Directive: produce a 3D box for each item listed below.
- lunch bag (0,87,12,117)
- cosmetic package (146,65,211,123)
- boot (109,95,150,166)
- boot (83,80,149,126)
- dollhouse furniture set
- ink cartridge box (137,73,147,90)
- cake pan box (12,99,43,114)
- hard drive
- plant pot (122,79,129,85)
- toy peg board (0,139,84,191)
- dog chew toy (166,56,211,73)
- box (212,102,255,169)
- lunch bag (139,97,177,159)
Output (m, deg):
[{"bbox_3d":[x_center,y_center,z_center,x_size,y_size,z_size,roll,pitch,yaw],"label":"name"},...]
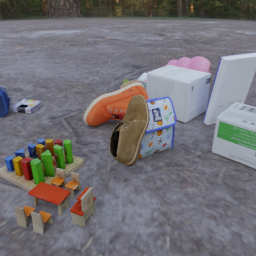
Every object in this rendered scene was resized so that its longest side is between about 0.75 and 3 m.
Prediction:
[{"bbox_3d":[-5.847,-1.129,12.004,1.630,1.107,1.078,-7,28,-14],"label":"lunch bag"},{"bbox_3d":[2.133,-1.547,12.093,2.132,1.759,1.758,23,36,37],"label":"cosmetic package"},{"bbox_3d":[0.033,-0.059,7.590,0.759,2.062,0.778,-6,-25,42],"label":"boot"},{"bbox_3d":[-0.412,-0.672,10.689,2.712,1.017,1.454,-30,52,3],"label":"boot"},{"bbox_3d":[-1.648,1.692,6.871,1.659,0.864,1.677,11,30,21],"label":"dollhouse furniture set"},{"bbox_3d":[2.151,-2.340,14.614,2.888,0.629,2.506,14,32,15],"label":"ink cartridge box"},{"bbox_3d":[-4.546,-0.972,12.630,0.964,0.274,1.046,6,28,15],"label":"cake pan box"},{"bbox_3d":[3.989,-1.481,10.867,1.798,2.725,0.346,-13,39,-24],"label":"hard drive"},{"bbox_3d":[0.197,-1.789,13.645,0.941,0.991,0.991,20,31,9],"label":"plant pot"},{"bbox_3d":[-2.628,0.878,8.393,1.846,0.907,1.854,17,31,28],"label":"toy peg board"},{"bbox_3d":[3.257,-3.207,15.463,2.451,1.526,1.526,10,29,20],"label":"dog chew toy"},{"bbox_3d":[3.874,0.183,9.181,1.614,1.389,1.622,22,36,35],"label":"box"},{"bbox_3d":[0.725,-0.058,9.191,1.546,1.818,1.126,-15,31,-28],"label":"lunch bag"}]
